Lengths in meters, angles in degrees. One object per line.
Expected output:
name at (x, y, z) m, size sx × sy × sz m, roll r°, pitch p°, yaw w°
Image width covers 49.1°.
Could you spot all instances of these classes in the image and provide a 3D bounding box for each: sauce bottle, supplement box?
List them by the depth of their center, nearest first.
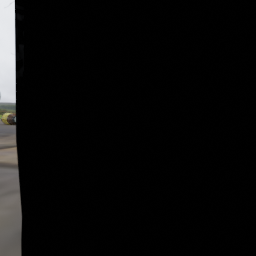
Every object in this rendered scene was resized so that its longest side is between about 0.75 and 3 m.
supplement box at (0.573, 0.055, 0.457) m, size 0.619 × 0.640 × 1.861 m, roll -1°, pitch 4°, yaw 34°
sauce bottle at (-4.677, -0.351, 11.327) m, size 0.494 × 0.494 × 1.526 m, roll -2°, pitch 6°, yaw -40°
